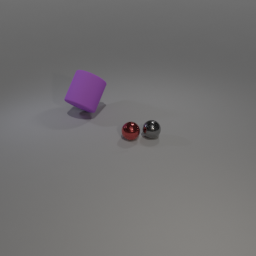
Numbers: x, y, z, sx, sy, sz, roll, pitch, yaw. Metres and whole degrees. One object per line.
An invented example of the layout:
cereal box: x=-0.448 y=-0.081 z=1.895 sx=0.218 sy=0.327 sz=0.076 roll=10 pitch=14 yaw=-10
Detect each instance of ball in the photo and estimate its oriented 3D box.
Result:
ball: x=0.104 y=0.108 z=10.517 sx=0.700 sy=0.700 sz=0.700 roll=0 pitch=30 yaw=0
ball: x=0.897 y=0.046 z=10.612 sx=0.700 sy=0.700 sz=0.700 roll=0 pitch=30 yaw=0

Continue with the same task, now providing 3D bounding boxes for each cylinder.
cylinder: x=-1.808 y=-1.545 z=11.961 sx=1.400 sy=1.400 sz=1.400 roll=21 pitch=-6 yaw=2
